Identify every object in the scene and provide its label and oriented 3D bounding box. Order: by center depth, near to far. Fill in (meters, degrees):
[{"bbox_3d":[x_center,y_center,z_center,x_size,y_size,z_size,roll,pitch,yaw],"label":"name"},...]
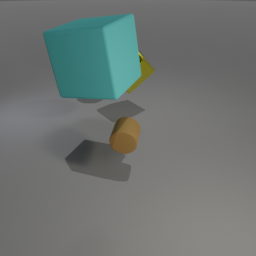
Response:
[{"bbox_3d":[-0.670,-1.529,5.969,1.400,1.400,1.400,5,31,24],"label":"cube"},{"bbox_3d":[-0.070,0.182,7.170,0.700,0.700,0.700,4,34,8],"label":"cylinder"},{"bbox_3d":[-0.058,-2.412,10.759,1.400,1.400,1.400,54,14,18],"label":"cube"}]
